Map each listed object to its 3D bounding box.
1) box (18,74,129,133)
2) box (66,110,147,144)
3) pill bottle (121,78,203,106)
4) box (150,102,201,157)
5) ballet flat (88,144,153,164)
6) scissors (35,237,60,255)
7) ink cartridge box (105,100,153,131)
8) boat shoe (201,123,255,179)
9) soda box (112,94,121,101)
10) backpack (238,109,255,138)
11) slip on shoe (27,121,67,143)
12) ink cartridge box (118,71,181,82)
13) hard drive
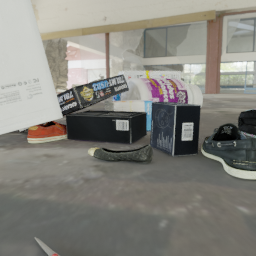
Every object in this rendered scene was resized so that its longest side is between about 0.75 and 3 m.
[{"bbox_3d":[-1.563,-0.753,8.009,2.439,0.610,2.457,-15,10,31],"label":"box"},{"bbox_3d":[-0.494,-0.066,6.886,1.665,0.656,1.175,3,12,22],"label":"box"},{"bbox_3d":[1.254,-0.983,9.907,2.751,1.545,1.545,-6,10,-30],"label":"pill bottle"},{"bbox_3d":[0.904,-0.018,5.547,0.596,0.961,0.945,-2,9,-24],"label":"box"},{"bbox_3d":[-0.131,0.410,4.843,1.154,0.328,0.383,2,9,13],"label":"ballet flat"},{"bbox_3d":[-0.533,0.973,2.052,0.790,0.055,0.289,8,13,33],"label":"scissors"},{"bbox_3d":[-0.073,-0.359,8.116,1.365,0.854,0.877,-4,8,-23],"label":"ink cartridge box"},{"bbox_3d":[1.721,0.257,4.744,0.739,0.656,1.978,1,9,5],"label":"boat shoe"},{"bbox_3d":[0.884,-1.010,11.448,2.963,0.951,1.005,2,9,-14],"label":"soda box"},{"bbox_3d":[3.264,-0.088,6.858,0.676,0.891,1.067,19,-7,-37],"label":"backpack"},{"bbox_3d":[-1.799,0.031,6.881,0.568,0.469,1.534,4,9,31],"label":"slip on shoe"},{"bbox_3d":[0.929,-1.586,12.594,2.661,1.927,1.117,-2,9,-13],"label":"ink cartridge box"},{"bbox_3d":[-2.684,-1.381,5.730,1.937,2.937,0.392,-17,12,-18],"label":"hard drive"}]
